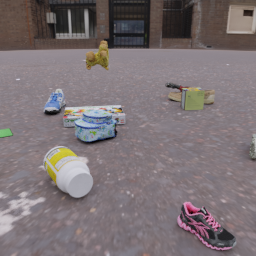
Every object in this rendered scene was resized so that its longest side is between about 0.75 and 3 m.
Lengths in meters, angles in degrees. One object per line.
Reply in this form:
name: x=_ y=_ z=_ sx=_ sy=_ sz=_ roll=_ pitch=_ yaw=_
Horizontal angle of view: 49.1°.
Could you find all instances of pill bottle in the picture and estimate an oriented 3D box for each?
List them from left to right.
pill bottle: x=-1.474 y=1.082 z=6.947 sx=0.838 sy=0.838 sz=1.490 roll=-12 pitch=25 yaw=-30

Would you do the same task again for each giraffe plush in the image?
giraffe plush: x=-1.500 y=-3.347 z=13.333 sx=1.129 sy=1.392 sz=1.201 roll=-3 pitch=43 yaw=3

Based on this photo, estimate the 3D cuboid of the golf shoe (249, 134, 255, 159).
golf shoe: x=4.209 y=0.586 z=8.766 sx=0.714 sy=0.575 sz=1.469 roll=15 pitch=26 yaw=22

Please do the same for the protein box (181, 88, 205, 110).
protein box: x=3.119 y=-1.413 z=13.575 sx=0.940 sy=0.947 sz=0.639 roll=-3 pitch=20 yaw=-8

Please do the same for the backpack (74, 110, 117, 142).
backpack: x=-1.209 y=-0.106 z=9.973 sx=1.333 sy=0.980 sz=1.220 roll=-16 pitch=25 yaw=-35

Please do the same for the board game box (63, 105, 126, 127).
board game box: x=-1.437 y=-0.527 z=11.895 sx=2.495 sy=0.432 sz=1.575 roll=-3 pitch=20 yaw=-8

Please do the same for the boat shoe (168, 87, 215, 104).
boat shoe: x=3.356 y=-1.803 z=14.874 sx=2.428 sy=0.783 sz=0.865 roll=7 pitch=21 yaw=18

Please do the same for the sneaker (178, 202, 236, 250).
sneaker: x=1.480 y=1.817 z=5.336 sx=1.215 sy=0.579 sz=0.480 roll=20 pitch=27 yaw=40

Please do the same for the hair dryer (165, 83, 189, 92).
hair dryer: x=3.079 y=-2.011 z=15.408 sx=2.179 sy=0.592 sz=1.659 roll=14 pitch=14 yaw=5

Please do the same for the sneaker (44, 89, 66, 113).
sneaker: x=-3.524 y=-1.259 z=13.345 sx=0.815 sy=0.829 sz=2.152 roll=1 pitch=21 yaw=-3

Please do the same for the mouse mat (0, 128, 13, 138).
mouse mat: x=-4.903 y=0.236 z=10.422 sx=1.088 sy=0.041 sz=0.875 roll=-12 pitch=23 yaw=-28
